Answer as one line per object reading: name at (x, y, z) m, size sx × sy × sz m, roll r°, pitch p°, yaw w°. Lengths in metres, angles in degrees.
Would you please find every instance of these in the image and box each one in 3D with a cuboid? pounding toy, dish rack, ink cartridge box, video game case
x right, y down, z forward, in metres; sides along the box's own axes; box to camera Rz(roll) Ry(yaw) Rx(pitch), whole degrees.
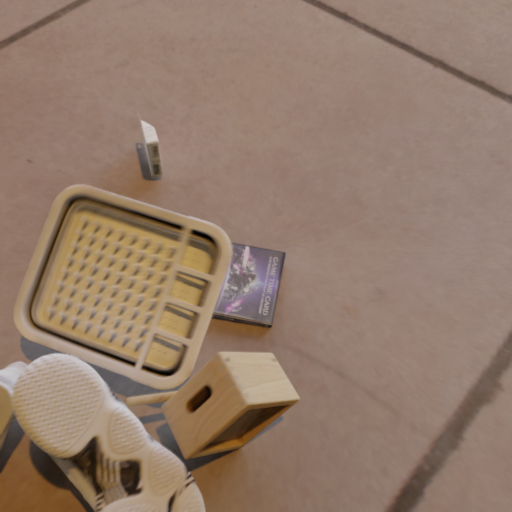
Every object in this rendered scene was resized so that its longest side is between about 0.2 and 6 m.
pounding toy at (-0.632, 2.101, 8.138) m, size 1.697 × 1.562 × 1.206 m, roll -45°, pitch 59°, yaw 20°
dish rack at (-2.070, 0.451, 8.933) m, size 3.068 × 0.668 × 2.633 m, roll 18°, pitch 85°, yaw 9°
ink cartridge box at (-2.167, -2.331, 11.485) m, size 0.323 × 0.921 × 1.133 m, roll -9°, pitch 53°, yaw -8°
video game case at (-0.612, 0.406, 10.125) m, size 2.091 × 0.198 × 1.494 m, roll 11°, pitch 60°, yaw 2°

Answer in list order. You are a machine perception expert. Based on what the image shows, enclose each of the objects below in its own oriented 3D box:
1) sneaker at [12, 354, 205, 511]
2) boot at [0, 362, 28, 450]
sneaker at (-2.083, 2.844, 7.992) m, size 1.332 × 2.037 × 3.545 m, roll -38°, pitch 99°, yaw -21°
boot at (-4.045, 2.735, 8.296) m, size 0.891 × 1.158 × 2.423 m, roll 31°, pitch 93°, yaw -4°
